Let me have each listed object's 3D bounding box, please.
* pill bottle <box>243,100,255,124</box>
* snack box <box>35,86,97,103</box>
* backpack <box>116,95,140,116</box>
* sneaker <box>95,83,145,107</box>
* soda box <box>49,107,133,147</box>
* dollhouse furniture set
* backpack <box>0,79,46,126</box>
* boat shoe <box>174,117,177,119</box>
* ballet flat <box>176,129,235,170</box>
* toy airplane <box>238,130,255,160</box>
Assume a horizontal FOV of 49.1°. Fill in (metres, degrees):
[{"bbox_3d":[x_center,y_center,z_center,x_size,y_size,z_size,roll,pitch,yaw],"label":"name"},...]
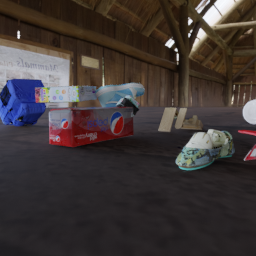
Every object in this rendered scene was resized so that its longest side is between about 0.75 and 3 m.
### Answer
[{"bbox_3d":[6.505,-0.793,13.578,1.157,1.157,2.033,5,8,43],"label":"pill bottle"},{"bbox_3d":[-2.499,-1.437,11.831,1.784,0.664,2.508,-2,8,10],"label":"snack box"},{"bbox_3d":[-0.020,-0.801,10.444,0.778,0.660,0.877,40,-19,-12],"label":"backpack"},{"bbox_3d":[-0.136,-1.114,13.111,2.698,1.761,1.073,-12,-13,-34],"label":"sneaker"},{"bbox_3d":[-0.889,-0.107,7.697,0.831,0.917,2.620,4,7,35],"label":"soda box"},{"bbox_3d":[1.981,-0.006,10.368,1.145,0.981,1.204,4,-28,34],"label":"dollhouse furniture set"},{"bbox_3d":[-4.665,-0.920,12.154,1.721,1.778,2.118,-2,-28,-46],"label":"backpack"},{"bbox_3d":[2.649,-0.719,16.880,0.345,0.375,1.048,1,8,-45],"label":"boat shoe"},{"bbox_3d":[1.411,0.324,5.074,0.640,0.640,1.725,5,7,39],"label":"ballet flat"},{"bbox_3d":[3.325,0.154,5.332,2.730,0.502,2.730,-5,9,1],"label":"toy airplane"}]
